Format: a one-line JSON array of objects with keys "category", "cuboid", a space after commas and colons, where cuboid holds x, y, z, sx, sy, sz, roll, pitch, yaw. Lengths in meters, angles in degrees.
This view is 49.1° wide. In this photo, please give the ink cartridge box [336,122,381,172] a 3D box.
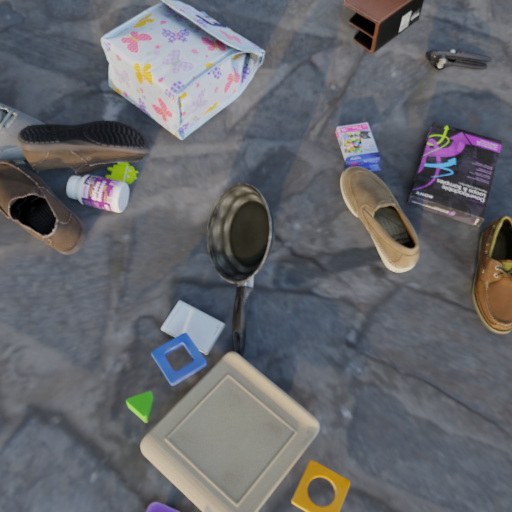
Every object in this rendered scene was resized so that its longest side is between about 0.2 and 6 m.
[{"category": "ink cartridge box", "cuboid": [2.198, -2.307, 12.003, 0.709, 0.249, 1.188, -9, 65, -4]}]

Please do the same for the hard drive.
[{"category": "hard drive", "cuboid": [-1.150, 1.295, 10.197, 0.973, 0.130, 0.642, 26, 66, 12]}]

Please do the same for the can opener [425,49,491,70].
[{"category": "can opener", "cuboid": [4.718, -4.597, 13.044, 1.480, 0.469, 0.582, 6, 62, 3]}]

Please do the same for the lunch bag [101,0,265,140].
[{"category": "lunch bag", "cuboid": [-1.538, -4.333, 12.217, 2.361, 1.770, 2.784, 40, 63, 16]}]

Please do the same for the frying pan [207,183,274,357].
[{"category": "frying pan", "cuboid": [-0.099, 0.111, 10.054, 0.494, 1.835, 3.033, 3, 59, -41]}]

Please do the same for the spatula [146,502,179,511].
[{"category": "spatula", "cuboid": [-1.760, 5.089, 8.142, 0.775, 0.282, 2.743, 21, 67, 4]}]

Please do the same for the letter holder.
[{"category": "letter holder", "cuboid": [2.999, -5.944, 13.523, 1.745, 0.878, 1.240, -40, 68, -19]}]

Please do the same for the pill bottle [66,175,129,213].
[{"category": "pill bottle", "cuboid": [-3.186, -1.278, 11.250, 1.120, 0.629, 0.629, 12, 63, 7]}]

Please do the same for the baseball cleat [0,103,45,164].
[{"category": "baseball cleat", "cuboid": [-5.884, -2.978, 11.462, 3.379, 1.798, 1.178, 13, 58, 4]}]

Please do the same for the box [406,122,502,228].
[{"category": "box", "cuboid": [4.129, -1.729, 11.618, 1.501, 0.379, 2.099, 19, 65, 9]}]

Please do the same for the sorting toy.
[{"category": "sorting toy", "cuboid": [-0.384, 2.964, 9.027, 3.921, 0.534, 2.208, 37, 61, 18]}]

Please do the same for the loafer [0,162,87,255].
[{"category": "loafer", "cuboid": [-4.432, -1.085, 10.832, 2.701, 0.959, 0.986, 33, 85, 15]}]

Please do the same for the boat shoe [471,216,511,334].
[{"category": "boat shoe", "cuboid": [4.487, 0.298, 10.355, 0.799, 0.755, 2.221, 5, 63, 3]}]

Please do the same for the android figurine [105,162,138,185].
[{"category": "android figurine", "cuboid": [-2.816, -1.709, 11.746, 0.670, 0.138, 0.610, 6, 63, 5]}]

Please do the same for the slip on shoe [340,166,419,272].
[{"category": "slip on shoe", "cuboid": [2.426, -0.869, 10.958, 0.943, 0.752, 2.481, -16, 64, -8]}]

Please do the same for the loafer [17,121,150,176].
[{"category": "loafer", "cuboid": [-3.524, -2.200, 11.628, 2.588, 0.919, 0.945, -1, 47, -18]}]
